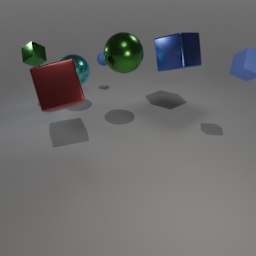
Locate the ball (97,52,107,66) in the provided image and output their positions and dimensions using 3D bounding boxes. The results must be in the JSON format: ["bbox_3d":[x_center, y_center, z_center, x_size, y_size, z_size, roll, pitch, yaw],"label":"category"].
[{"bbox_3d":[-1.251,-3.555,14.396,0.700,0.700,0.700,0,29,0],"label":"ball"}]

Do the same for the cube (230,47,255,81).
[{"bbox_3d":[3.771,-1.987,8.827,0.700,0.700,0.700,19,-11,-15],"label":"cube"}]

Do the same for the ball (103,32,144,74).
[{"bbox_3d":[-0.157,-2.611,9.791,1.400,1.400,1.400,0,29,0],"label":"ball"}]

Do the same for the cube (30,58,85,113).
[{"bbox_3d":[-2.330,-1.365,9.451,1.400,1.400,1.400,-16,3,-10],"label":"cube"}]

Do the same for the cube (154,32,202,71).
[{"bbox_3d":[2.163,-3.269,12.079,1.400,1.400,1.400,-18,15,-42],"label":"cube"}]

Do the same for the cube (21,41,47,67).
[{"bbox_3d":[-3.937,-3.076,11.740,0.700,0.700,0.700,-19,-17,30],"label":"cube"}]

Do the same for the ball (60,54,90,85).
[{"bbox_3d":[-2.356,-2.477,12.155,1.400,1.400,1.400,0,29,0],"label":"ball"}]
